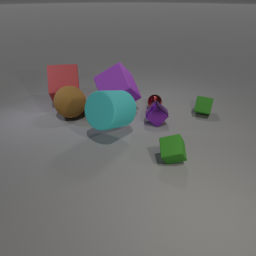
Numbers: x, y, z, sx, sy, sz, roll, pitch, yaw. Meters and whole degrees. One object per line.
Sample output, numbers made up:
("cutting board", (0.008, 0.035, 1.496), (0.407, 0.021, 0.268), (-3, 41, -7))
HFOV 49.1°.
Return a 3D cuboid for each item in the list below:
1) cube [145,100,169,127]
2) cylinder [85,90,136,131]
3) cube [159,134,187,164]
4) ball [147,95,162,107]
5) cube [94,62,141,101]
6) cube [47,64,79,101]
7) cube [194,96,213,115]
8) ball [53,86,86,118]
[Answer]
("cube", (1.217, -0.605, 11.822), (0.700, 0.700, 0.700), (37, 23, -16))
("cylinder", (-0.628, -0.675, 10.323), (1.400, 1.400, 1.400), (18, 16, 30))
("cube", (1.472, 0.697, 9.149), (0.700, 0.700, 0.700), (-13, 61, 19))
("ball", (1.272, -1.241, 13.321), (0.700, 0.700, 0.700), (0, 28, 0))
("cube", (-0.456, -1.810, 12.616), (1.400, 1.400, 1.400), (-28, -22, 16))
("cube", (-3.102, -2.177, 13.627), (1.400, 1.400, 1.400), (-5, -8, -9))
("cube", (3.402, -1.008, 12.586), (0.700, 0.700, 0.700), (13, 2, 15))
("ball", (-2.546, -1.143, 12.282), (1.400, 1.400, 1.400), (0, 28, 0))
